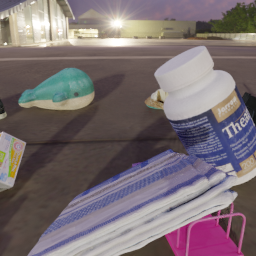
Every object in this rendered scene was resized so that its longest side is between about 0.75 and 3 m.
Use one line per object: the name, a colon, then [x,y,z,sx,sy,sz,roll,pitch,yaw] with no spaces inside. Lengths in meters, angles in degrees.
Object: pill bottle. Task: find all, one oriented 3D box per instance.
pill bottle: [1.579,-0.220,5.485,1.407,2.535,1.407,-29,18,10]

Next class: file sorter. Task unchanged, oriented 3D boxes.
file sorter: [1.024,1.285,4.258,0.896,0.809,1.290,-4,21,-13]

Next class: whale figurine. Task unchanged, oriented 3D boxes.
whale figurine: [-2.790,-1.527,10.943,2.884,1.496,2.294,-7,22,-10]

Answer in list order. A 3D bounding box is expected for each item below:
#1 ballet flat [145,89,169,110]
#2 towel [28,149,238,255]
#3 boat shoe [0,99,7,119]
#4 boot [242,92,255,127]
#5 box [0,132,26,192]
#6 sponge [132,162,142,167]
ballet flat: [1.483,-1.067,10.584,0.904,0.837,2.563,-23,27,-27]
towel: [-0.015,0.926,3.730,2.150,0.348,2.927,-25,0,0]
boat shoe: [-5.746,-0.726,9.511,2.920,0.968,1.091,-2,20,-5]
boot: [3.273,-0.077,7.161,1.254,1.531,0.566,29,4,18]
box: [-2.472,0.656,5.480,0.499,0.553,0.984,-24,48,35]
sponge: [0.751,1.045,5.767,0.828,0.221,1.484,-9,22,-23]
